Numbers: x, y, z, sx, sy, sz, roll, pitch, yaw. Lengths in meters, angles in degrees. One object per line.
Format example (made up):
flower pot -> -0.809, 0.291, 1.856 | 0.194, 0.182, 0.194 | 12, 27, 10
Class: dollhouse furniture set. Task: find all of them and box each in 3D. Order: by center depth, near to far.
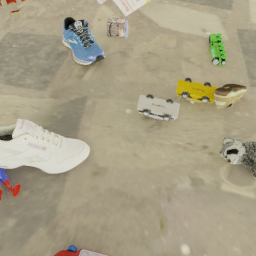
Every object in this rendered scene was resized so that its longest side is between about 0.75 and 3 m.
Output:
dollhouse furniture set -> -3.287, -3.554, 7.899 | 0.832, 0.823, 0.429 | -19, 40, -12

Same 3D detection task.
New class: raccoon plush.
raccoon plush -> 3.388, 0.622, 7.649 | 1.888, 0.914, 1.265 | -11, 32, -42

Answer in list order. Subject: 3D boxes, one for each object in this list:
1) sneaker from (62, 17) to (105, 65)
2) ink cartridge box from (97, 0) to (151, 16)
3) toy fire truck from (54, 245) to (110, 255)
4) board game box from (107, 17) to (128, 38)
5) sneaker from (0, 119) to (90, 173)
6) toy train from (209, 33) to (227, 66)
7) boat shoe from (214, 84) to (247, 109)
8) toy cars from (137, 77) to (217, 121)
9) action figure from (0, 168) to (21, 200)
sneaker -> -1.813, -3.371, 10.658 | 1.055, 1.198, 2.687 | -29, 55, -23
ink cartridge box -> 0.196, -3.774, 7.246 | 2.351, 1.377, 0.791 | -27, 87, 15
toy fire truck -> -1.049, 2.896, 5.609 | 1.305, 0.732, 1.096 | 10, 26, 8
board game box -> -0.423, -4.192, 11.716 | 0.844, 0.673, 0.409 | 7, 50, 7
sneaker -> -2.276, 0.447, 7.128 | 2.626, 1.308, 0.983 | 2, 41, -14
toy train -> 3.492, -3.103, 10.978 | 0.542, 0.401, 1.923 | -2, 48, 11
boat shoe -> 3.228, -0.992, 8.972 | 0.651, 0.692, 1.816 | 20, 27, 41
toy cars -> 1.535, -0.833, 8.863 | 2.662, 0.589, 1.193 | -24, 66, -14
action figure -> -3.517, 0.687, 7.189 | 2.246, 1.111, 0.733 | 37, 27, 30
